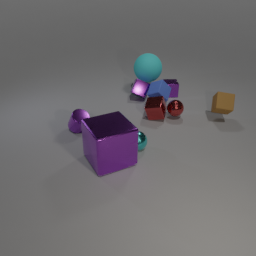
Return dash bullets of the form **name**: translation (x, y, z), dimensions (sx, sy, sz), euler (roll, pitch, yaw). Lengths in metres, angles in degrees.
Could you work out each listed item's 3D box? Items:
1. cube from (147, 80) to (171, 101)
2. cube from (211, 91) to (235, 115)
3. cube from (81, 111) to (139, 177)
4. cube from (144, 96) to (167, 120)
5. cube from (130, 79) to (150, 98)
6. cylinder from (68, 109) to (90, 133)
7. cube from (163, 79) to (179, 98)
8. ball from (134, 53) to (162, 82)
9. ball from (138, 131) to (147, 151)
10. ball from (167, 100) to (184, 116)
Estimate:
- **cube**: translation (1.398, -1.630, 12.538), dimensions (0.700, 0.700, 0.700), euler (-7, 55, 47)
- **cube**: translation (3.843, -1.001, 11.349), dimensions (0.700, 0.700, 0.700), euler (9, -10, 2)
- **cube**: translation (-0.603, 0.467, 9.120), dimensions (1.400, 1.400, 1.400), euler (-15, 34, -24)
- **cube**: translation (1.162, -0.825, 11.656), dimensions (0.700, 0.700, 0.700), euler (-3, 45, 22)
- **cube**: translation (0.568, -1.888, 13.320), dimensions (0.700, 0.700, 0.700), euler (22, 5, -9)
- **cylinder**: translation (-1.903, -0.264, 10.809), dimensions (0.700, 0.700, 0.700), euler (14, 52, -19)
- **cube**: translation (2.093, -1.965, 13.847), dimensions (0.700, 0.700, 0.700), euler (-1, 31, -2)
- **ball**: translation (0.981, -2.965, 13.835), dimensions (1.400, 1.400, 1.400), euler (0, 31, 0)
- **ball**: translation (0.333, 0.450, 9.859), dimensions (0.700, 0.700, 0.700), euler (0, 31, 0)
- **ball**: translation (1.986, -0.837, 11.733), dimensions (0.700, 0.700, 0.700), euler (0, 31, 0)
